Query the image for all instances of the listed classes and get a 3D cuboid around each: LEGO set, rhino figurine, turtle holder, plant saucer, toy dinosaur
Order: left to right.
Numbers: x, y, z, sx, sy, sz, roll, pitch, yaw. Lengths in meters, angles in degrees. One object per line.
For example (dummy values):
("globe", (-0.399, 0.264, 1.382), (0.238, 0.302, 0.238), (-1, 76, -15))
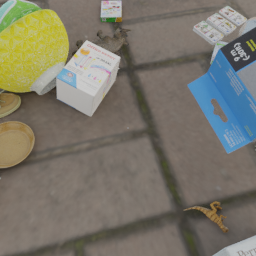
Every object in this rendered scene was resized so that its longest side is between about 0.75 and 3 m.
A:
("plant saucer", (-3.385, 0.498, 7.952), (1.507, 0.267, 1.507), (0, 57, 0))
("turtle holder", (-3.809, -3.319, 9.739), (1.603, 2.258, 1.715), (39, 30, 21))
("rhino figurine", (-0.806, -2.931, 9.878), (2.272, 0.679, 0.993), (-32, 60, -14))
("toy dinosaur", (2.030, 2.092, 6.893), (1.136, 0.343, 0.604), (33, 64, 20))
("LEGO set", (2.666, -1.942, 6.568), (2.008, 0.493, 1.500), (43, 60, 16))

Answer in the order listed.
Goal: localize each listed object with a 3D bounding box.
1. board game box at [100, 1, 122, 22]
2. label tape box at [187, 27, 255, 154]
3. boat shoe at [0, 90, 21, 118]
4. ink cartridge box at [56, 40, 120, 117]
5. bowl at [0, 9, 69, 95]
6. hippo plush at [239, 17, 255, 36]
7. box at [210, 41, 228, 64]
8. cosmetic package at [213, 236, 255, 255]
("board game box", (-0.669, -4.734, 11.335), (0.846, 0.223, 1.105), (0, 57, 0))
("label tape box", (2.289, -0.792, 4.702), (2.222, 0.703, 1.602), (-30, 69, 13))
("boat shoe", (-4.399, -0.697, 8.472), (2.171, 0.681, 0.796), (-15, 58, -9))
("ink cartridge box", (-1.152, -1.603, 8.603), (1.237, 1.205, 1.924), (27, 62, 2))
("bowl", (-2.743, -1.921, 8.400), (2.858, 2.858, 1.538), (-43, 97, -24))
("hippo plush", (4.493, -2.151, 8.682), (1.962, 1.980, 2.463), (-27, 48, -30))
("box", (3.452, -2.550, 9.796), (0.939, 0.454, 0.829), (16, 59, 10))
("cosmetic package", (2.901, 3.210, 5.275), (1.845, 1.834, 2.205), (-17, 58, -10))
